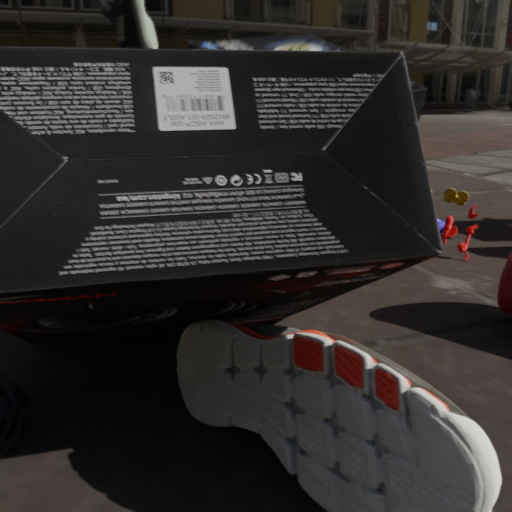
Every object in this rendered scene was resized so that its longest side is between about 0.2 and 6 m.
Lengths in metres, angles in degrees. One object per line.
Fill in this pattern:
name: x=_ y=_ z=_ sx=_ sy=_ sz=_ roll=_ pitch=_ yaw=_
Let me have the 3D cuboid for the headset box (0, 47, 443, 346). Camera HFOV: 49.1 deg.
headset box: x=-0.711 y=-0.145 z=4.766 sx=2.763 sy=1.434 sz=3.713 roll=-4 pitch=-13 yaw=-15

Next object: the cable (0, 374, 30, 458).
cable: x=-2.423 y=1.292 z=4.026 sx=1.286 sy=0.400 sz=1.576 roll=-2 pitch=19 yaw=12

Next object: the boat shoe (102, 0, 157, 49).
boat shoe: x=-1.810 y=-3.356 z=7.676 sx=0.607 sy=2.012 sz=0.761 roll=-8 pitch=56 yaw=-1

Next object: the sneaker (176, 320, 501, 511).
sneaker: x=0.531 y=0.923 z=3.958 sx=1.104 sy=1.039 sz=2.695 roll=-1 pitch=10 yaw=-40

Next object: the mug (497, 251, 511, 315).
mug: x=3.557 y=0.379 z=5.767 sx=1.366 sy=1.027 sz=1.539 roll=-13 pitch=27 yaw=-37

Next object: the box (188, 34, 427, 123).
box: x=0.549 y=-2.096 z=7.646 sx=2.128 sy=1.119 sz=2.599 roll=-15 pitch=40 yaw=-28

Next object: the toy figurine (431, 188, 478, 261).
toy figurine: x=2.375 y=-0.424 z=9.187 sx=2.136 sy=1.127 sz=1.280 roll=5 pitch=-11 yaw=8
